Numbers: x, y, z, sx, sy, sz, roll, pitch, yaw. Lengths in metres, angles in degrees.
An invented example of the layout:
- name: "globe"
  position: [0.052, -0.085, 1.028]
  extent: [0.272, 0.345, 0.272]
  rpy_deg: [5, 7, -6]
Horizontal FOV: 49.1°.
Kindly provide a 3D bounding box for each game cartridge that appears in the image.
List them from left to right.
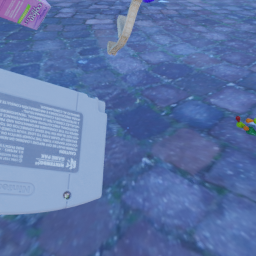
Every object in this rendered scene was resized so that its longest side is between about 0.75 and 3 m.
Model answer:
- name: "game cartridge"
  position: [-1.465, 0.170, 3.450]
  extent: [2.568, 0.520, 1.712]
  rpy_deg: [14, 67, -33]

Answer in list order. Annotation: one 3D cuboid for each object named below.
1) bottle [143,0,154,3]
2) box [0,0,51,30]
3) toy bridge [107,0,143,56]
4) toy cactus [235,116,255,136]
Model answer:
- name: "bottle"
  position: [0.345, -4.807, 8.773]
  extent: [0.580, 0.743, 1.778]
  rpy_deg: [-22, 74, -25]
- name: "box"
  position: [-2.721, -3.007, 6.189]
  extent: [1.273, 0.700, 1.448]
  rpy_deg: [48, 23, 18]
- name: "toy bridge"
  position: [-0.111, -2.642, 7.389]
  extent: [0.294, 2.159, 0.726]
  rpy_deg: [8, 62, -20]
- name: "toy cactus"
  position: [2.333, 0.029, 4.906]
  extent: [0.843, 0.695, 0.431]
  rpy_deg: [-4, 25, 13]
